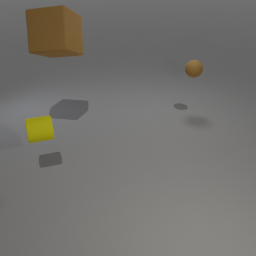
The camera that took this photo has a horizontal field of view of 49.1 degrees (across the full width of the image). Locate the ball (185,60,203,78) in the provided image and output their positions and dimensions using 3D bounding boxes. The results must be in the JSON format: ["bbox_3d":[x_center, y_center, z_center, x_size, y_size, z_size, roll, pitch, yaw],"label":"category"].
[{"bbox_3d":[2.654,-2.380,11.274,0.700,0.700,0.700,0,29,0],"label":"ball"}]

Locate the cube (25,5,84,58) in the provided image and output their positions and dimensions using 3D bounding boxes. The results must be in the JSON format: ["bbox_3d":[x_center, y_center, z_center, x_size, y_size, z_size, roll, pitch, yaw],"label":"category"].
[{"bbox_3d":[-2.470,-3.239,9.627,1.400,1.400,1.400,0,8,14],"label":"cube"}]

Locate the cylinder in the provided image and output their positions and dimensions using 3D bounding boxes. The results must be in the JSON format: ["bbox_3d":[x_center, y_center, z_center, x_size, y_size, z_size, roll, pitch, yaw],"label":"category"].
[{"bbox_3d":[-2.513,0.034,7.972,0.700,0.700,0.700,-10,30,-18],"label":"cylinder"}]
